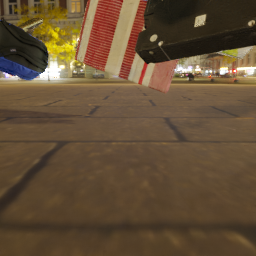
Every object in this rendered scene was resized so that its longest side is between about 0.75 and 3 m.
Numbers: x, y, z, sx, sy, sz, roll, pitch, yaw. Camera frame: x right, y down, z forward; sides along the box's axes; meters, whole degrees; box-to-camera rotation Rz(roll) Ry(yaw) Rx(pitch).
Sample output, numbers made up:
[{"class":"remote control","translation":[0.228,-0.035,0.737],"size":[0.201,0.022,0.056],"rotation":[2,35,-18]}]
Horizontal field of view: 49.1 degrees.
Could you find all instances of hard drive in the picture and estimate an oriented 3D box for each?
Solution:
[{"class":"hard drive","translation":[1.610,-2.258,4.844],"size":[2.908,2.032,0.550],"rotation":[-2,-24,38]}]

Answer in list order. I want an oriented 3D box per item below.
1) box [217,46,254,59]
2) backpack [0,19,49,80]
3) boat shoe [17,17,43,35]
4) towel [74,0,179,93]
[{"class":"box","translation":[2.471,-3.406,8.427],"size":[1.658,0.854,2.842],"rotation":[-3,53,-42]},{"class":"backpack","translation":[-1.953,-1.301,4.962],"size":[0.964,0.783,0.809],"rotation":[17,-22,-40]},{"class":"boat shoe","translation":[-2.114,-2.053,5.867],"size":[0.776,0.255,0.277],"rotation":[-31,45,-8]},{"class":"towel","translation":[0.052,-2.453,7.791],"size":[2.977,2.144,0.339],"rotation":[22,17,14]}]
